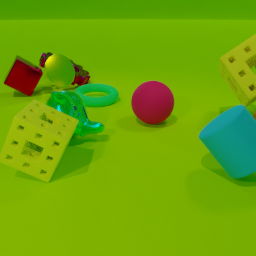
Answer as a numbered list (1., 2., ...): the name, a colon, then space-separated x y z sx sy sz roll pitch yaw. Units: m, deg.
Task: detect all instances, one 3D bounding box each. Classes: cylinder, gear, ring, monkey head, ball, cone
1. cylinder: 1.864 0.231 4.831 0.918 0.918 0.918 -39 2 1
2. gear: -2.430 -2.286 10.865 1.962 0.363 1.962 26 22 -11
3. ring: -1.036 -1.092 9.117 1.475 0.295 1.475 2 29 -1
4. monkey head: -1.177 -0.325 6.277 1.271 1.064 1.766 -4 -3 1
5. ball: 0.635 -0.659 7.218 1.113 1.113 1.113 0 23 0
6. cone: -2.528 -1.819 9.395 1.069 1.069 1.073 -22 11 -41

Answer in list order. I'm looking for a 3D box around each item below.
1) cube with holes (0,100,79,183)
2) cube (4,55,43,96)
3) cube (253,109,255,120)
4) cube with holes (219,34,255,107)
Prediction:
1. cube with holes: -1.560 0.209 5.025 0.913 0.913 0.913 26 22 -8
2. cube: -3.621 -1.816 9.714 0.950 0.950 0.950 27 10 -28
3. cube: 3.326 -0.170 6.441 0.721 0.721 0.721 15 25 9
4. cube with holes: 3.079 -1.395 6.817 1.190 1.190 1.190 -33 -14 12
